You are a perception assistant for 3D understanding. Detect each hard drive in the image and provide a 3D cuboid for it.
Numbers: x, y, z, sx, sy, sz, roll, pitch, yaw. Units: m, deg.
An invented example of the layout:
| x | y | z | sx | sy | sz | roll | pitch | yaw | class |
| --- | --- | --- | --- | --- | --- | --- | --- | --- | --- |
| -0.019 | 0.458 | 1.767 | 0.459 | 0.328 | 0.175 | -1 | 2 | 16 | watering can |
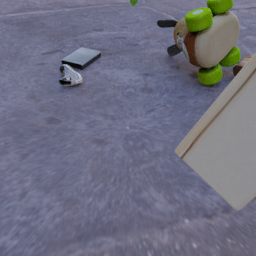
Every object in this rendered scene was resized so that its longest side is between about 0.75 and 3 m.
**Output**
| x | y | z | sx | sy | sz | roll | pitch | yaw | class |
| --- | --- | --- | --- | --- | --- | --- | --- | --- | --- |
| -1.790 | -2.711 | 10.850 | 0.942 | 0.222 | 1.351 | 18 | 42 | 20 | hard drive |

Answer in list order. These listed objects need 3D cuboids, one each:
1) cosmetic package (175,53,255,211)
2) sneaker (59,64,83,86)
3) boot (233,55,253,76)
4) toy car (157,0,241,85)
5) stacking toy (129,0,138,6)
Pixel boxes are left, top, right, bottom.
| x | y | z | sx | sy | sz | roll | pitch | yaw | class |
| --- | --- | --- | --- | --- | --- | --- | --- | --- | --- |
| 1.998 | -0.531 | 3.218 | 1.066 | 2.916 | 1.509 | 44 | 29 | 19 | cosmetic package |
| -2.141 | -1.764 | 9.526 | 1.169 | 0.439 | 0.675 | 32 | 51 | 32 | sneaker |
| 4.968 | -1.975 | 9.347 | 1.805 | 0.891 | 2.325 | -28 | 32 | -16 | boot |
| 2.169 | -3.131 | 9.839 | 2.239 | 2.331 | 2.838 | -41 | 37 | -23 | toy car |
| 0.267 | -4.869 | 8.033 | 1.592 | 2.112 | 0.496 | 49 | 39 | 2 | stacking toy |
